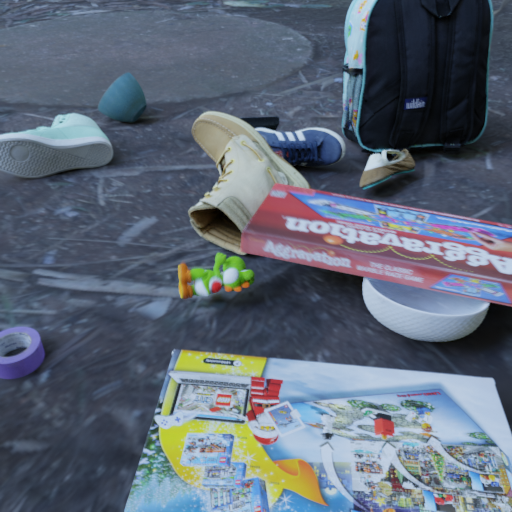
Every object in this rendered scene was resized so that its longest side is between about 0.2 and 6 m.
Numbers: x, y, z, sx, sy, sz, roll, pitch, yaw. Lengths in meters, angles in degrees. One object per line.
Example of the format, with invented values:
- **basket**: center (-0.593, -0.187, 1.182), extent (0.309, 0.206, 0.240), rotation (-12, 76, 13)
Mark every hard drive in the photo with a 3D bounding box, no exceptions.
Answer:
- **hard drive**: center (0.028, -3.147, 13.711), extent (0.944, 0.223, 1.353), rotation (-3, 2, -4)

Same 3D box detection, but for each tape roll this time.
- **tape roll**: center (-3.372, 1.350, 7.834), extent (0.734, 0.312, 0.734), rotation (-1, 35, 0)

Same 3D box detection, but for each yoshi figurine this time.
- **yoshi figurine**: center (-0.630, 0.298, 8.790), extent (1.178, 0.659, 0.662), rotation (-5, -7, -11)

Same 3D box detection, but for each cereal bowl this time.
- **cereal bowl**: center (2.426, 0.706, 8.262), extent (1.794, 0.747, 1.794), rotation (6, 27, -3)

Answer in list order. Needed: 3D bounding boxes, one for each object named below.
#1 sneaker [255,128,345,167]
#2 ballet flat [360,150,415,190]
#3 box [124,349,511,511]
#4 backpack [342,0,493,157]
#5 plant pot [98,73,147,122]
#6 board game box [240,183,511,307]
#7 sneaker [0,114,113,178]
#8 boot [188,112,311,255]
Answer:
- **sneaker**: center (0.703, -2.316, 12.553), extent (2.500, 0.937, 1.056), rotation (6, 31, 27)
- **ballet flat**: center (2.754, -1.920, 11.945), extent (1.737, 0.628, 0.589), rotation (-23, 9, -33)
- **box**: center (0.765, 2.343, 5.933), extent (3.934, 0.741, 2.687), rotation (5, 35, 4)
- **backpack**: center (3.659, -4.594, 13.228), extent (3.352, 3.813, 2.923), rotation (-5, 29, -4)
- **plant pot**: center (-3.457, -4.102, 14.994), extent (0.875, 1.299, 1.299), rotation (40, 39, -6)
- **board game box**: center (2.170, -0.257, 8.837), extent (4.409, 0.429, 2.270), rotation (11, 29, 10)
- **sneaker**: center (-4.824, -2.613, 12.861), extent (2.712, 0.998, 1.600), rotation (-7, 40, -27)
- **boot**: center (-0.610, -1.447, 10.691), extent (2.904, 1.057, 2.257), rotation (43, 50, 9)
